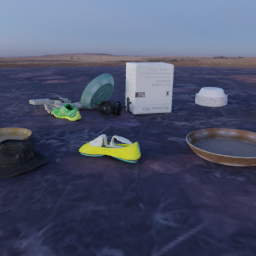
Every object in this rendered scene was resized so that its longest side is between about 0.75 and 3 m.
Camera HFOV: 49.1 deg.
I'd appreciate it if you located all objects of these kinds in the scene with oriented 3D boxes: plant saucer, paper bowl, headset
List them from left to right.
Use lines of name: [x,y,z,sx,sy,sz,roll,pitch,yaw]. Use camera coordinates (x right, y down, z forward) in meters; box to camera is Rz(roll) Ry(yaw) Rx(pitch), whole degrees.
plant saucer: [-4.223,0.388,9.466,1.876,0.332,1.876,0,16,0]
plant saucer: [-1.438,-1.745,14.309,0.398,2.213,2.213,42,34,21]
headset: [-0.719,-1.072,13.123,2.070,0.972,1.278,14,11,41]
paper bowl: [4.806,-1.824,16.115,1.767,0.919,1.767,1,16,0]
plant saucer: [3.179,0.575,8.658,2.742,0.440,2.742,1,15,0]

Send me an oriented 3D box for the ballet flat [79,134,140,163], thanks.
ballet flat: [-0.558,0.538,8.350,1.997,0.669,0.667,7,17,23]

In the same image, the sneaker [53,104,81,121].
sneaker: [-2.791,-0.792,12.870,1.711,0.715,0.634,11,20,36]

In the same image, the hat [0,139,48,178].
hat: [-3.169,0.684,7.760,1.815,0.732,1.815,1,17,0]

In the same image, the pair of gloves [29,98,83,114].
pair of gloves: [-3.694,-1.192,14.784,2.572,0.451,2.187,17,20,41]

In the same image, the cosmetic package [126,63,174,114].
cosmetic package: [1.031,-2.090,14.313,1.971,2.392,1.973,-4,17,-13]
